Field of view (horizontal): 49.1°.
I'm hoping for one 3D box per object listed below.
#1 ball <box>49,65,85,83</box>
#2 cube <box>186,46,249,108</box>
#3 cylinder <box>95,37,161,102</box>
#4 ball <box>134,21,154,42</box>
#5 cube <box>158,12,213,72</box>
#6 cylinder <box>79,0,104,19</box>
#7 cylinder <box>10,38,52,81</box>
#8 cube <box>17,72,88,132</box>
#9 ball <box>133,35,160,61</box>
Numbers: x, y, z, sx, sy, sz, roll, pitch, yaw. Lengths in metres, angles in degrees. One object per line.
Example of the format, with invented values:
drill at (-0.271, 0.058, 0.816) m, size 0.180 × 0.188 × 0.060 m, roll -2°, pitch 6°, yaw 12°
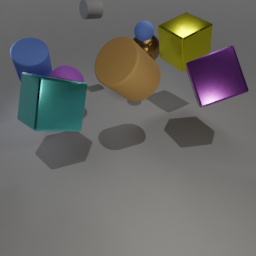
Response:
ball at (-2.382, -1.706, 10.829) m, size 1.400 × 1.400 × 1.400 m, roll 0°, pitch 33°, yaw 0°
cube at (2.696, -1.512, 8.701) m, size 1.400 × 1.400 × 1.400 m, roll -19°, pitch 0°, yaw 13°
cylinder at (0.015, -1.606, 7.887) m, size 1.400 × 1.400 × 1.400 m, roll 25°, pitch 1°, yaw 33°
ball at (0.572, -3.423, 9.901) m, size 0.700 × 0.700 × 0.700 m, roll 0°, pitch 33°, yaw 0°
cube at (2.117, -3.228, 10.501) m, size 1.400 × 1.400 × 1.400 m, roll -30°, pitch 49°, yaw -17°
cylinder at (-1.411, -4.571, 10.787) m, size 0.700 × 0.700 × 0.700 m, roll -18°, pitch 37°, yaw -33°
cylinder at (-3.813, -2.601, 11.185) m, size 1.400 × 1.400 × 1.400 m, roll 3°, pitch 63°, yaw -6°
cube at (-2.176, -0.736, 7.994) m, size 1.400 × 1.400 × 1.400 m, roll 2°, pitch 12°, yaw -40°
ball at (0.792, -3.660, 12.873) m, size 1.400 × 1.400 × 1.400 m, roll 0°, pitch 33°, yaw 0°
